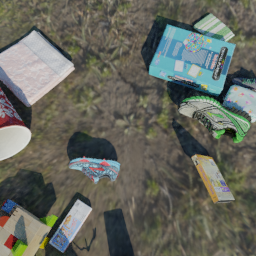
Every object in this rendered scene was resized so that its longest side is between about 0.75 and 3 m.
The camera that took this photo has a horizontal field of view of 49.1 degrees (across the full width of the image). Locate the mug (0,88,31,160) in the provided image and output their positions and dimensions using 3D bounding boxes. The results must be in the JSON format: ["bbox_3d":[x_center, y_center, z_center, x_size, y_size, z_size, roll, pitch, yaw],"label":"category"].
[{"bbox_3d":[-4.897,-0.426,9.208,2.414,1.815,2.720,-14,60,-44],"label":"mug"}]

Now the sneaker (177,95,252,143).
[{"bbox_3d":[2.941,-0.320,9.700,2.576,1.005,1.097,20,68,7],"label":"sneaker"}]

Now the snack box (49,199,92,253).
[{"bbox_3d":[-1.794,3.069,8.834,0.554,0.187,1.541,30,72,11],"label":"snack box"}]

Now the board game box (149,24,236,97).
[{"bbox_3d":[2.459,-2.631,10.800,2.771,0.650,2.092,20,70,8],"label":"board game box"}]

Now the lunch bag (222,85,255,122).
[{"bbox_3d":[4.149,-0.867,10.184,1.383,0.533,1.109,23,73,9],"label":"lunch bag"}]

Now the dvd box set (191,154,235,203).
[{"bbox_3d":[2.677,1.589,8.832,0.228,1.135,1.551,-40,57,29],"label":"dvd box set"}]

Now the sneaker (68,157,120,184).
[{"bbox_3d":[-1.144,1.407,9.226,1.723,0.683,0.823,4,70,2],"label":"sneaker"}]

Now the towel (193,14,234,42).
[{"bbox_3d":[3.569,-4.041,11.630,1.094,0.168,1.434,-37,72,-13],"label":"towel"}]

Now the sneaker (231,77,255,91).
[{"bbox_3d":[4.572,-1.749,10.514,1.271,0.556,0.473,12,69,4],"label":"sneaker"}]

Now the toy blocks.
[{"bbox_3d":[-3.665,3.358,8.290,1.839,1.344,2.690,24,69,21],"label":"toy blocks"}]

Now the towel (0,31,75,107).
[{"bbox_3d":[-3.749,-2.392,10.851,2.547,0.411,2.432,43,75,16],"label":"towel"}]
